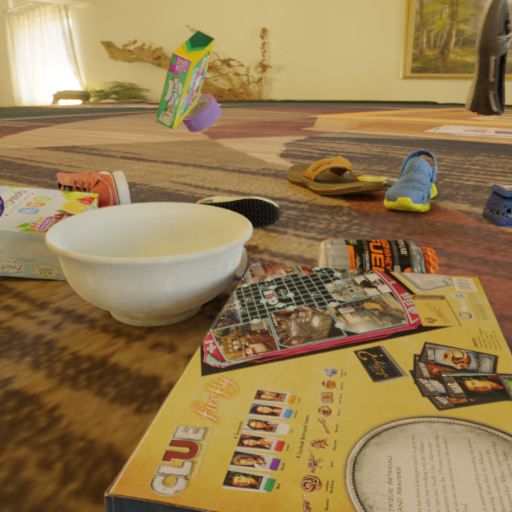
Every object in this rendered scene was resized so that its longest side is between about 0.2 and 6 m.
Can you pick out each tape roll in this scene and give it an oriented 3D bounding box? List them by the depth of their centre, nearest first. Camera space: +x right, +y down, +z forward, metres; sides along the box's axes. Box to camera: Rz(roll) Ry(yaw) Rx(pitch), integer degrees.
[{"bbox_3d":[-1.296,-3.309,12.981,0.912,0.388,0.912,-19,42,18],"label":"tape roll"}]

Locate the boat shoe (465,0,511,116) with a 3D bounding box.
[{"bbox_3d":[2.903,-2.381,6.749,0.462,1.622,0.542,23,61,25],"label":"boat shoe"}]

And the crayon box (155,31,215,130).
[{"bbox_3d":[-1.454,-3.584,11.430,0.461,1.580,1.363,25,41,0],"label":"crayon box"}]

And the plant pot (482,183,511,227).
[{"bbox_3d":[5.490,-1.111,12.013,0.896,0.806,0.896,1,20,0],"label":"plant pot"}]

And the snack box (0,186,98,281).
[{"bbox_3d":[-4.110,-0.488,9.809,2.206,0.885,2.616,5,19,-5],"label":"snack box"}]

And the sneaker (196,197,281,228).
[{"bbox_3d":[-0.419,-1.041,11.991,1.898,0.668,0.887,-2,24,4],"label":"sneaker"}]

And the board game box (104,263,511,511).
[{"bbox_3d":[0.902,1.220,5.349,2.958,0.755,4.366,4,20,12],"label":"board game box"}]

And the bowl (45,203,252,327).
[{"bbox_3d":[-1.408,0.156,7.719,2.713,1.219,2.713,0,18,0],"label":"bowl"}]

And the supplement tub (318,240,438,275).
[{"bbox_3d":[1.669,0.250,7.846,1.554,0.952,0.952,0,19,1],"label":"supplement tub"}]

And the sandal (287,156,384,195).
[{"bbox_3d":[1.960,-2.248,15.052,1.406,0.945,3.501,-10,21,-26],"label":"sandal"}]

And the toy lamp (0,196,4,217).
[{"bbox_3d":[-3.659,-0.471,6.916,0.567,0.567,1.949,-2,12,-6],"label":"toy lamp"}]

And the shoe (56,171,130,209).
[{"bbox_3d":[-3.756,-1.410,12.732,1.262,0.992,2.775,-11,17,-25],"label":"shoe"}]

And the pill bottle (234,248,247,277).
[{"bbox_3d":[-0.723,0.038,8.955,1.058,0.632,0.632,7,20,21],"label":"pill bottle"}]

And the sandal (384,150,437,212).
[{"bbox_3d":[3.757,-1.808,13.453,1.107,1.213,2.786,9,23,19],"label":"sandal"}]

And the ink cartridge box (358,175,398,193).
[{"bbox_3d":[3.421,-2.008,15.416,1.226,0.292,1.241,13,25,33],"label":"ink cartridge box"}]
